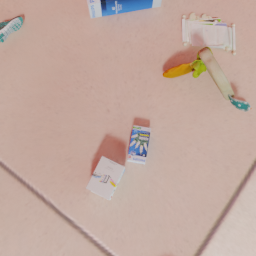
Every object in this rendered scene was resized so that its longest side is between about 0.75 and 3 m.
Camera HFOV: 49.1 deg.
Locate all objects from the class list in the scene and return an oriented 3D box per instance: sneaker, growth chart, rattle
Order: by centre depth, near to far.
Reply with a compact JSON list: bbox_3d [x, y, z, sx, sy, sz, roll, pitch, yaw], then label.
[{"bbox_3d":[2.673,-1.234,9.399,1.848,1.684,2.586,-32,101,1],"label":"rattle"},{"bbox_3d":[-4.497,-3.767,10.357,0.585,0.498,1.283,43,77,15],"label":"sneaker"},{"bbox_3d":[3.006,-3.552,10.431,2.138,0.190,1.547,10,73,3],"label":"growth chart"}]

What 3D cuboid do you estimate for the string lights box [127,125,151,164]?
[{"bbox_3d":[0.364,0.550,9.153,0.602,0.346,1.172,9,74,3],"label":"string lights box"}]

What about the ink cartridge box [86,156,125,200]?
[{"bbox_3d":[-0.670,1.564,8.621,0.791,0.805,1.093,25,76,7],"label":"ink cartridge box"}]

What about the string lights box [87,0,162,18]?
[{"bbox_3d":[-0.216,-5.184,10.569,2.768,0.816,1.422,-11,74,-3],"label":"string lights box"}]
